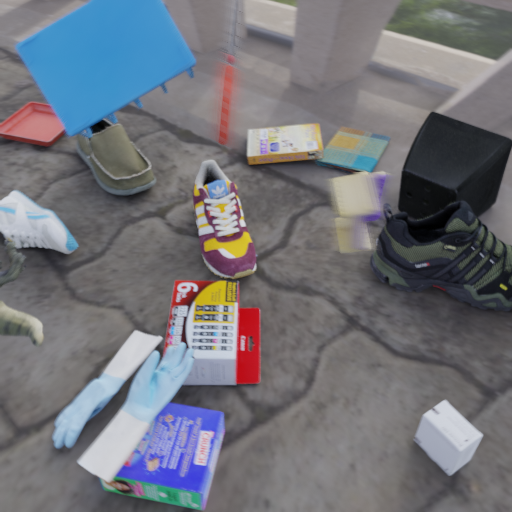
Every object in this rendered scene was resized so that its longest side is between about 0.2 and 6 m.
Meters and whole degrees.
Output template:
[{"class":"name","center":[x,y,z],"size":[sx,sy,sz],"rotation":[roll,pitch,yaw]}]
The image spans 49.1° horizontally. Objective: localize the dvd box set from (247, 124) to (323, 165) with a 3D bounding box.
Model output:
[{"class":"dvd box set","center":[0.685,-2.717,13.543],"size":[1.787,0.263,1.307],"rotation":[-5,41,4]}]

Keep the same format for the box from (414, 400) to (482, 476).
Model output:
[{"class":"box","center":[2.623,2.501,7.700],"size":[0.444,0.680,0.676],"rotation":[-25,48,-25]}]

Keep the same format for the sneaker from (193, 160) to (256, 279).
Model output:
[{"class":"sneaker","center":[-0.707,-0.743,10.825],"size":[1.015,1.220,2.708],"rotation":[-14,44,-14]}]

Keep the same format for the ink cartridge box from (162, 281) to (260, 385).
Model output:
[{"class":"ink cartridge box","center":[-0.658,1.213,9.083],"size":[1.473,0.704,1.678],"rotation":[0,42,-1]}]

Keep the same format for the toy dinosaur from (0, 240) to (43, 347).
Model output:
[{"class":"toy dinosaur","center":[-3.278,0.498,6.706],"size":[2.759,0.655,1.216],"rotation":[-1,58,27]}]

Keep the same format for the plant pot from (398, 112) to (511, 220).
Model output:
[{"class":"plant pot","center":[3.856,-1.568,11.467],"size":[1.788,1.784,1.586],"rotation":[31,61,29]}]

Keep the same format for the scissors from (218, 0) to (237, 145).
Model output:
[{"class":"scissors","center":[-0.386,-2.887,8.538],"size":[0.174,2.499,0.914],"rotation":[7,-2,-2]}]

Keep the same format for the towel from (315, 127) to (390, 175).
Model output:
[{"class":"towel","center":[2.366,-2.543,13.566],"size":[1.345,0.199,1.834],"rotation":[18,44,19]}]

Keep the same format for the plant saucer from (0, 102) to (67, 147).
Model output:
[{"class":"plant saucer","center":[-5.518,-3.341,14.339],"size":[1.650,0.303,1.647],"rotation":[12,44,14]}]

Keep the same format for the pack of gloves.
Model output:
[{"class":"pack of gloves","center":[-1.960,1.879,7.897],"size":[1.786,0.419,2.126],"rotation":[5,47,43]}]

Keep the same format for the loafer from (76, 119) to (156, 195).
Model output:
[{"class":"loafer","center":[-3.340,-2.373,12.728],"size":[1.126,1.043,2.994],"rotation":[-30,50,-28]}]

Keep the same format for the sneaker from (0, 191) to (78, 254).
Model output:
[{"class":"sneaker","center":[-4.353,-0.481,10.948],"size":[2.191,0.838,0.885],"rotation":[25,60,30]}]

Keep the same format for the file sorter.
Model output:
[{"class":"file sorter","center":[-2.391,-3.225,9.458],"size":[2.315,1.607,1.420],"rotation":[-30,6,0]}]

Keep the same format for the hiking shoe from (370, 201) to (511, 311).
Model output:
[{"class":"hiking shoe","center":[3.730,-0.070,9.766],"size":[3.298,1.660,1.249],"rotation":[6,43,6]}]

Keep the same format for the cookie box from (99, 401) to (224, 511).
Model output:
[{"class":"cookie box","center":[-1.250,2.659,7.637],"size":[1.405,0.528,1.202],"rotation":[8,43,9]}]

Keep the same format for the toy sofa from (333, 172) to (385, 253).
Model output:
[{"class":"toy sofa","center":[1.372,-0.534,7.294],"size":[0.646,1.324,0.548],"rotation":[-9,68,5]}]
